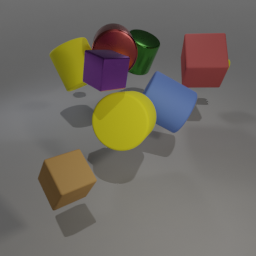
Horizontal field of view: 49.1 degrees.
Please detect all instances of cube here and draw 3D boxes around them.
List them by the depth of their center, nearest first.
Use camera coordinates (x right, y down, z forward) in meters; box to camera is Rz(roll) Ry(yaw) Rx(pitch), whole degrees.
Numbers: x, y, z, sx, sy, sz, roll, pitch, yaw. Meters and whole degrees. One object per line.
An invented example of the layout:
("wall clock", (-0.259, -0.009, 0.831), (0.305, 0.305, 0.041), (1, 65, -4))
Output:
("cube", (-1.102, 0.919, 5.018), (0.700, 0.700, 0.700), (-17, 63, -37))
("cube", (-0.479, -1.253, 6.019), (0.700, 0.700, 0.700), (-14, 34, -39))
("cube", (2.688, -2.388, 10.059), (1.400, 1.400, 1.400), (0, 69, 5))

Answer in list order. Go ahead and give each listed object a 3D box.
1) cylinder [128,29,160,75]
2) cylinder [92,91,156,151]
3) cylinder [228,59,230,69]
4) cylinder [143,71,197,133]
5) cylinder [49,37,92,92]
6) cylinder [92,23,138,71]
("cylinder", (0.480, -3.216, 11.929), (1.400, 1.400, 1.400), (13, 43, -12))
("cylinder", (-0.046, -0.235, 7.216), (1.400, 1.400, 1.400), (7, 10, 12))
("cylinder", (3.677, -2.614, 11.456), (0.700, 0.700, 0.700), (21, 26, -17))
("cylinder", (1.124, -0.774, 8.460), (1.400, 1.400, 1.400), (28, 32, -4))
("cylinder", (-1.778, -2.180, 9.719), (1.400, 1.400, 1.400), (-25, 7, 3))
("cylinder", (-0.448, -2.559, 9.052), (1.400, 1.400, 1.400), (-2, 27, -4))
